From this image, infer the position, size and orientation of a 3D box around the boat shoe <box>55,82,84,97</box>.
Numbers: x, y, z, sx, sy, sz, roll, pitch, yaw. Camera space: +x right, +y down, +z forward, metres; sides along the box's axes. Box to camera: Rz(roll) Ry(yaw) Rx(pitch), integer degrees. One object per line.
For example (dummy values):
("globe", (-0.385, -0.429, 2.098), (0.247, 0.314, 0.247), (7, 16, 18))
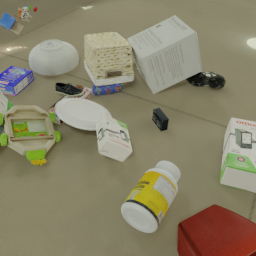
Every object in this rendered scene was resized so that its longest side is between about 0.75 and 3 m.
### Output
("boat shoe", (-2.631, -1.724, 12.430), (1.408, 0.438, 0.525), (14, 42, 16))

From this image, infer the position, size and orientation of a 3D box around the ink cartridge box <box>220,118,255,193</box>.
("ink cartridge box", (4.231, 0.892, 9.555), (1.794, 1.036, 2.466), (12, 44, 13))

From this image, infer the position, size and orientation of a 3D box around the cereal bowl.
("cereal bowl", (-3.945, -3.898, 14.775), (2.624, 1.093, 2.624), (0, 43, 0))

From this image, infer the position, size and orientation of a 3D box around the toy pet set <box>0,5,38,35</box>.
("toy pet set", (-4.185, -4.224, 10.446), (1.367, 0.726, 1.276), (33, 91, 48))

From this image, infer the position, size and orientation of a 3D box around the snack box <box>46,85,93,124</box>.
("snack box", (-2.567, -1.086, 12.266), (0.882, 0.298, 2.454), (19, 46, 20))

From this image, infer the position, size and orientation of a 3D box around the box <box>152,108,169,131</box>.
("box", (1.298, -0.351, 11.271), (0.317, 0.567, 0.804), (-16, 45, -16))

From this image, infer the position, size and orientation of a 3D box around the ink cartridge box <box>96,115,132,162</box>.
("ink cartridge box", (-0.523, 0.355, 10.111), (1.079, 0.623, 1.483), (24, 33, -29))

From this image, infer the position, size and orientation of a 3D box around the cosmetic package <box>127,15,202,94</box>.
("cosmetic package", (1.685, -3.381, 12.937), (2.546, 2.117, 2.130), (-26, 45, 0))

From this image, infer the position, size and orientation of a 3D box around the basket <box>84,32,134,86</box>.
("basket", (-1.006, -3.393, 13.354), (1.920, 1.748, 2.833), (-11, 32, -15))

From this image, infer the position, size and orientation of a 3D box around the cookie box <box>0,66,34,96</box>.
("cookie box", (-5.487, -2.262, 13.351), (1.296, 0.569, 1.515), (15, 44, 15))

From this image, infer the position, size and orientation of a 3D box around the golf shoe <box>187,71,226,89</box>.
("golf shoe", (3.717, -2.381, 13.505), (1.955, 0.760, 0.924), (21, 29, 18))

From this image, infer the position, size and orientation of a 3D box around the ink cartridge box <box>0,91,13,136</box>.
("ink cartridge box", (-5.220, -0.248, 10.241), (0.936, 1.626, 2.228), (-15, 37, 27))

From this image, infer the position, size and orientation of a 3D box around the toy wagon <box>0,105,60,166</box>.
("toy wagon", (-3.541, 0.275, 10.173), (2.047, 0.522, 2.638), (-3, 57, -33))

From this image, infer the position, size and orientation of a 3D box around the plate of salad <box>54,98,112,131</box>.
("plate of salad", (-1.789, -0.514, 11.316), (2.353, 0.565, 2.353), (15, 31, -9))

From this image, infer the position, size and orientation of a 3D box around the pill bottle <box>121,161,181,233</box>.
("pill bottle", (0.773, 1.946, 8.320), (1.155, 1.155, 2.063), (22, 46, 22))

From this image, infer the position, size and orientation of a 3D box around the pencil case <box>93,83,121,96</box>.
("pencil case", (-0.972, -1.868, 12.954), (1.338, 0.522, 0.581), (-11, 48, -12))

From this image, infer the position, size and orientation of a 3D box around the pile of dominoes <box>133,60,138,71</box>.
("pile of dominoes", (0.591, -3.291, 14.869), (0.737, 0.151, 0.946), (14, 52, 14))

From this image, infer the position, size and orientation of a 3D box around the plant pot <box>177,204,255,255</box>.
("plant pot", (2.177, 3.001, 6.842), (1.823, 1.821, 1.606), (-19, 36, -20))
